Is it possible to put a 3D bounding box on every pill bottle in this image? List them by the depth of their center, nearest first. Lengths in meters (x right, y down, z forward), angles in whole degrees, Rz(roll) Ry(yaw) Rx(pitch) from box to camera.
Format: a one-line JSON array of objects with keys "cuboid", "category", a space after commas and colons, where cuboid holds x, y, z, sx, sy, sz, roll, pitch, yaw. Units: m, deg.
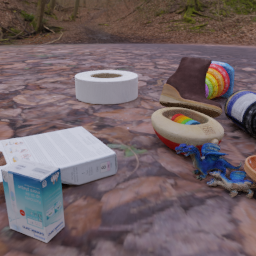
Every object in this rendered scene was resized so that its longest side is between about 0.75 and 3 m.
[{"cuboid": [3.683, -0.370, 8.058, 1.109, 1.109, 1.983, -2, 21, -6], "category": "pill bottle"}]

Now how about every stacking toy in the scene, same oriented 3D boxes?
[{"cuboid": [3.026, -1.641, 11.536, 2.734, 1.500, 1.587, -31, 37, -33], "category": "stacking toy"}]

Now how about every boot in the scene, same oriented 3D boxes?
[{"cuboid": [2.202, -1.405, 8.850, 2.334, 1.942, 0.845, 20, -14, 43], "category": "boot"}]

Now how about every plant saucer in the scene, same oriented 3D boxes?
[{"cuboid": [3.141, 0.996, 5.196, 1.891, 0.305, 1.891, 8, 15, -2], "category": "plant saucer"}]

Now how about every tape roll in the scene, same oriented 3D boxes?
[{"cuboid": [-0.912, -1.838, 12.210, 2.757, 0.964, 2.757, 0, 20, 0], "category": "tape roll"}]

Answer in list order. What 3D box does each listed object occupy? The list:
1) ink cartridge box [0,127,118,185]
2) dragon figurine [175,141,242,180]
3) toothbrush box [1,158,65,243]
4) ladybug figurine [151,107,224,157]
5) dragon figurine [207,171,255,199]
[{"cuboid": [-1.730, 0.667, 6.069, 2.410, 0.688, 1.959, -15, 25, -27], "category": "ink cartridge box"}, {"cuboid": [1.778, 0.621, 5.847, 1.588, 0.790, 0.467, -2, 21, -7], "category": "dragon figurine"}, {"cuboid": [-1.419, 1.078, 4.240, 0.770, 1.052, 0.448, 10, 22, 24], "category": "toothbrush box"}, {"cuboid": [1.466, 0.102, 7.177, 1.562, 0.828, 2.301, -7, 22, -19], "category": "ladybug figurine"}, {"cuboid": [2.137, 1.044, 5.346, 1.178, 0.347, 0.586, -1, 21, 1], "category": "dragon figurine"}]
